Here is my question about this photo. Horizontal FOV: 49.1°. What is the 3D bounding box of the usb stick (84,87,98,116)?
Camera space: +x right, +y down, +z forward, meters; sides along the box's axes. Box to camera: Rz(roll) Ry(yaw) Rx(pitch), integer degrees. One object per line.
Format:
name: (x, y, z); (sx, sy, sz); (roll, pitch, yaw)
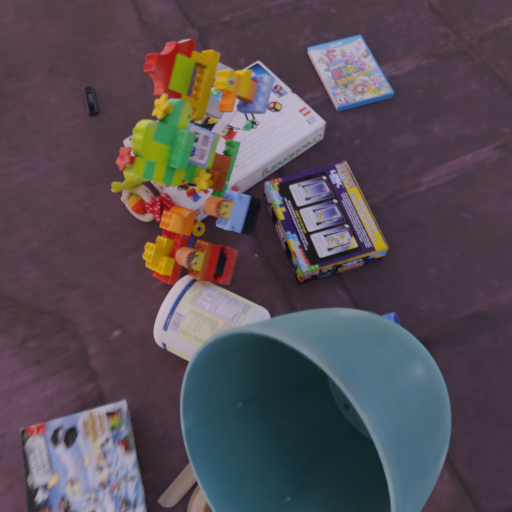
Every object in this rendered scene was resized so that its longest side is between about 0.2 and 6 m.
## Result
usb stick: (-3.684, -3.444, 12.482); (0.223, 0.131, 0.804); (-17, 65, -1)

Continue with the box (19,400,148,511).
box: (-2.588, 3.657, 8.564); (1.692, 0.493, 2.472); (-12, 61, -11)

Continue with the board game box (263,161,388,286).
board game box: (1.288, -0.669, 10.836); (1.751, 0.601, 2.119); (-15, 64, -10)

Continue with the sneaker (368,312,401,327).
sneaker: (1.927, 2.208, 9.313); (0.994, 0.895, 2.553); (-7, 70, 26)

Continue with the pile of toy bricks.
pile of toy bricks: (-1.302, -1.568, 9.296); (2.344, 2.086, 4.225); (18, 95, 49)

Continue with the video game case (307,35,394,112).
video game case: (2.140, -4.220, 12.845); (1.366, 0.170, 1.909); (-17, 64, -8)

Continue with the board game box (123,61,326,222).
board game box: (-0.627, -2.436, 11.694); (3.572, 0.618, 2.255); (-35, 69, -16)

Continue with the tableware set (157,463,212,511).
tableware set: (-0.933, 4.558, 8.162); (2.178, 0.660, 3.294); (38, 70, 17)

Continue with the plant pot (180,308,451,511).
plant pot: (1.030, 2.151, 7.403); (2.585, 3.221, 3.221); (-15, 59, -45)

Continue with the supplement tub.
supplement tub: (-0.600, 1.272, 9.419); (1.887, 1.368, 1.368); (25, 66, 12)

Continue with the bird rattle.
bird rattle: (-2.150, -1.084, 10.825); (1.285, 1.047, 0.724); (40, 54, -7)
